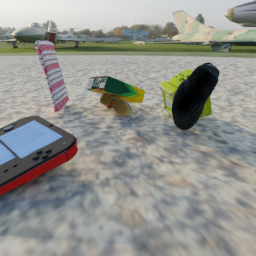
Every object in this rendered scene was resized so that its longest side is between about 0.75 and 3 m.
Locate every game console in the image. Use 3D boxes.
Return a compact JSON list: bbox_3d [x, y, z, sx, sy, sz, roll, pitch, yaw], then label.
[{"bbox_3d":[-2.608,0.500,6.248,2.329,0.409,2.634,-26,30,-33],"label":"game console"}]

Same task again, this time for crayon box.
[{"bbox_3d":[-0.528,-1.496,11.064,1.671,0.565,1.937,18,-2,-29],"label":"crayon box"}]

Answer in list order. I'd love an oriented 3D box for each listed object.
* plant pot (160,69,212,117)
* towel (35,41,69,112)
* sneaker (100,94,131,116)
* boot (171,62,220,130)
[{"bbox_3d":[1.978,-1.099,9.861,1.297,1.423,1.430,-20,28,-10],"label":"plant pot"},{"bbox_3d":[-2.897,-2.007,10.716,0.389,2.602,1.904,-13,15,1],"label":"towel"},{"bbox_3d":[-0.352,-0.838,10.514,1.525,0.571,0.687,33,6,35],"label":"sneaker"},{"bbox_3d":[1.630,-0.610,7.252,0.873,2.191,2.659,23,22,8],"label":"boot"}]
